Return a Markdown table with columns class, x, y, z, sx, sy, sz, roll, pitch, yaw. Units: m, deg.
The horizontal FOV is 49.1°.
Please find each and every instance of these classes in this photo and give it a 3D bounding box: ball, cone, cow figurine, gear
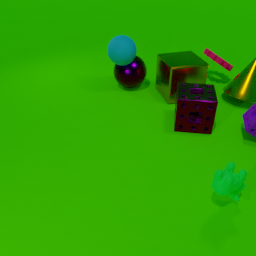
| class | x | y | z | sx | sy | sz | roll | pitch | yaw |
| --- | --- | --- | --- | --- | --- | --- | --- | --- | --- |
| ball | -0.195 | -2.525 | 9.125 | 0.949 | 0.949 | 0.949 | 0 | 35 | 0 |
| cone | 3.976 | -1.692 | 9.085 | 1.377 | 1.382 | 1.377 | 11 | 24 | -5 |
| cow figurine | 1.949 | 1.121 | 5.455 | 0.920 | 0.906 | 0.505 | -17 | 40 | -34 |
| ball | 0.077 | -2.029 | 10.019 | 1.197 | 1.197 | 1.197 | 0 | 35 | 0 |
| gear | 3.301 | -2.500 | 10.249 | 1.196 | 0.221 | 1.196 | 29 | 22 | -13 |

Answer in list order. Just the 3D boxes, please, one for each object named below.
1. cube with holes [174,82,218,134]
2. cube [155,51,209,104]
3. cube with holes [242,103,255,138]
| class | x | y | z | sx | sy | sz | roll | pitch | yaw |
| --- | --- | --- | --- | --- | --- | --- | --- | --- | --- |
| cube with holes | 1.907 | -0.582 | 8.068 | 1.050 | 1.050 | 1.050 | 5 | 35 | 7 |
| cube | 1.771 | -1.743 | 9.513 | 1.298 | 1.298 | 1.298 | -9 | 36 | -12 |
| cube with holes | 3.681 | -0.195 | 7.477 | 0.782 | 0.782 | 0.782 | 30 | 38 | -8 |
